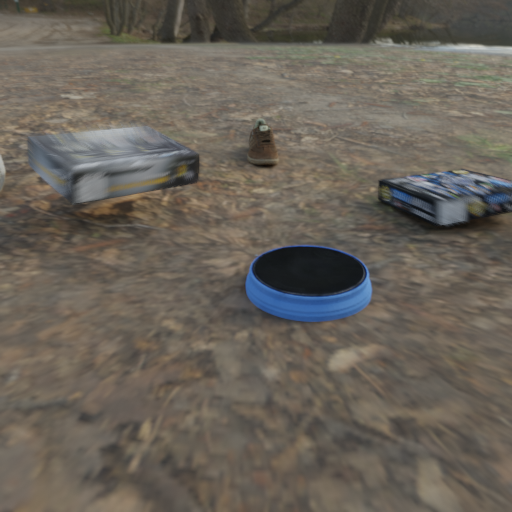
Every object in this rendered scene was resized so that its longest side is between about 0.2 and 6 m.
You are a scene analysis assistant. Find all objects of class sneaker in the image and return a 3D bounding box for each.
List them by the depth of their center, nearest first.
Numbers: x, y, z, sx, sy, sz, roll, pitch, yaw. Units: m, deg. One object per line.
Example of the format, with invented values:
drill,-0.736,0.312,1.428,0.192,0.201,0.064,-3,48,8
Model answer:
sneaker,0.108,-2.646,12.984,0.693,0.743,1.966,-3,25,-7

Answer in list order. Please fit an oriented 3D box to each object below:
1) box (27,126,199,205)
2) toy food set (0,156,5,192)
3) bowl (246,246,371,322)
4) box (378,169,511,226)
box,-2.413,-1.616,9.512,2.298,0.555,1.820,-16,35,-38
toy food set,-6.249,-1.565,10.553,2.749,0.830,1.972,-12,28,-24
bowl,0.671,0.294,7.190,1.618,0.318,1.618,0,25,0
box,3.374,-1.071,9.685,1.850,0.463,1.864,-9,21,-16
